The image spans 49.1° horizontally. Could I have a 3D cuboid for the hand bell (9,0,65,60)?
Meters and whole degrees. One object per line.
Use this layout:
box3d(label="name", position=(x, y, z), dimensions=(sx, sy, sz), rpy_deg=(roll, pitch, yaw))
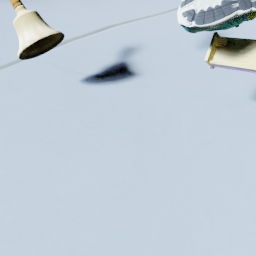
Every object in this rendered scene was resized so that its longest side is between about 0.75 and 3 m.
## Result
box3d(label="hand bell", position=(-3.031, -3.428, 7.675), dimensions=(1.417, 2.721, 1.417), rpy_deg=(-28, 5, 3))

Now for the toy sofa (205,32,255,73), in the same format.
box3d(label="toy sofa", position=(2.630, -1.521, 6.040), dimensions=(1.707, 0.707, 0.833), rpy_deg=(19, 1, 35))

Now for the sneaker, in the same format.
box3d(label="sneaker", position=(2.140, -2.334, 5.116), dimensions=(2.489, 0.965, 0.991), rpy_deg=(-9, -3, 11))
